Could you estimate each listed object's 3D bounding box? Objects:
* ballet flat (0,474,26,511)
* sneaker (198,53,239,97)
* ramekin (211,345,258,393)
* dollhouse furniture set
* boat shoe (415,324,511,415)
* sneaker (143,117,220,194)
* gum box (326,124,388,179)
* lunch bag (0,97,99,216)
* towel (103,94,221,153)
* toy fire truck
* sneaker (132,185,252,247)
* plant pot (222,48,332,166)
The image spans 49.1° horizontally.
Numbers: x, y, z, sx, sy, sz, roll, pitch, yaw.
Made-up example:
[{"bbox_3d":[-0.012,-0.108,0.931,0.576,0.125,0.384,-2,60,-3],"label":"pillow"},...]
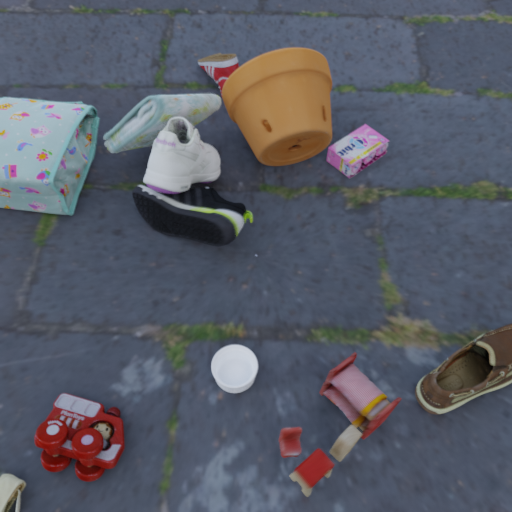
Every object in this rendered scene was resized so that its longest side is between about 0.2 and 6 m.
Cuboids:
[{"bbox_3d":[-3.823,4.009,8.201,0.540,0.540,1.555,8,55,5],"label":"ballet flat"},{"bbox_3d":[-0.884,-4.580,14.265,0.645,1.019,1.812,-28,30,-16],"label":"sneaker"},{"bbox_3d":[-0.368,1.975,9.678,0.793,0.387,0.793,0,55,0],"label":"ramekin"},{"bbox_3d":[1.178,2.582,8.761,1.998,0.813,1.075,-31,62,-32],"label":"dollhouse furniture set"},{"bbox_3d":[3.873,1.817,9.455,2.504,0.926,0.925,-29,60,-19],"label":"boat shoe"},{"bbox_3d":[-1.324,-2.135,11.397,1.043,1.388,2.786,16,21,8],"label":"sneaker"},{"bbox_3d":[2.333,-2.404,12.734,1.308,0.433,0.743,-35,61,-23],"label":"gum box"},{"bbox_3d":[-4.720,-2.299,11.996,2.187,1.566,2.568,6,61,5],"label":"lunch bag"},{"bbox_3d":[-2.028,-2.852,11.872,1.813,2.118,0.510,-26,94,-48],"label":"towel"},{"bbox_3d":[-2.748,2.804,8.933,1.409,0.790,1.183,12,37,7],"label":"toy fire truck"},{"bbox_3d":[-1.282,-0.938,11.390,2.612,0.937,1.082,21,48,22],"label":"sneaker"},{"bbox_3d":[0.610,-3.057,12.173,2.417,2.417,1.692,-12,77,-9],"label":"plant pot"}]
